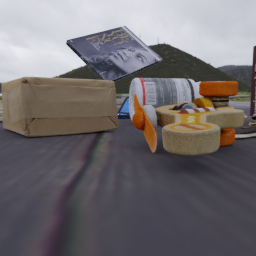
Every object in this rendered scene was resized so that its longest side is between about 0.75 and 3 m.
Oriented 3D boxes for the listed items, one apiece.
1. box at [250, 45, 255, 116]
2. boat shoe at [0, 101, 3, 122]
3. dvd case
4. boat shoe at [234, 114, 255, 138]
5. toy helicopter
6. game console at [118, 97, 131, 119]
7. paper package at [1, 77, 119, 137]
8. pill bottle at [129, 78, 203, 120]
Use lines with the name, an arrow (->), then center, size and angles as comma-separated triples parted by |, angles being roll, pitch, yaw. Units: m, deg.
box -> 5.144, -1.125, 7.214 | 2.434, 2.459, 2.964 | -1, 6, -13
boat shoe -> -5.291, -0.720, 11.250 | 2.802, 0.910, 1.011 | -5, 7, -42
dvd case -> -0.395, -2.758, 10.148 | 2.954, 0.236, 2.196 | -30, 69, -39
boat shoe -> 2.578, -0.061, 6.273 | 1.802, 0.536, 0.647 | -2, 6, -20
toy helicopter -> 0.841, -0.128, 4.402 | 1.909, 1.139, 2.887 | 2, 11, 12
game console -> -0.294, -1.043, 13.916 | 1.544, 1.070, 1.809 | -2, 5, -31
paper package -> -1.942, -0.602, 7.650 | 2.515, 1.365, 2.639 | -4, 6, -35
pill bottle -> 1.565, -0.971, 10.088 | 2.854, 1.626, 1.626 | -1, 5, -11
